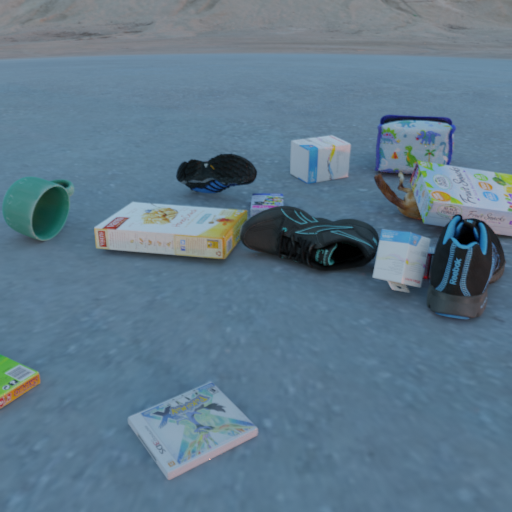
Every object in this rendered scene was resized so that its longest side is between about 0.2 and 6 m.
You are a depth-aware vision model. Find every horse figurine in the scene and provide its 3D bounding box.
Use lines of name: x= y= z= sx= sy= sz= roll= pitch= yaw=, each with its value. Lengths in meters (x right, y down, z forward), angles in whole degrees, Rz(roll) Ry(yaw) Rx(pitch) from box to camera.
horse figurine: x=3.777 y=-1.309 z=12.587 sx=2.395 sy=0.598 sz=1.587 roll=1 pitch=41 yaw=-17

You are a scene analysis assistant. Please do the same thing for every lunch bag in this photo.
lunch bag: x=4.447 y=-3.148 z=15.745 sx=2.055 sy=1.540 sz=2.417 roll=6 pitch=16 yaw=15

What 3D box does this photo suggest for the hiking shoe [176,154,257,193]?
hiking shoe: x=-0.850 y=-1.927 z=13.433 sx=2.088 sy=0.777 sz=0.905 roll=5 pitch=-18 yaw=27

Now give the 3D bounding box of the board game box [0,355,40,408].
board game box: x=-3.638 y=1.505 z=7.212 sx=1.612 sy=0.242 sz=0.770 roll=17 pitch=29 yaw=27

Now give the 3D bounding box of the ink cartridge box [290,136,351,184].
ink cartridge box: x=1.717 y=-2.604 z=15.041 sx=1.306 sy=0.954 sz=0.958 roll=-12 pitch=30 yaw=-22

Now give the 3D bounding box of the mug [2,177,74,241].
mug: x=-4.437 y=-1.004 z=11.348 sx=0.890 sy=1.182 sz=1.439 roll=18 pitch=12 yaw=13

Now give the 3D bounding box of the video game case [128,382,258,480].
video game case: x=-0.732 y=1.939 z=6.389 sx=1.138 sy=0.125 sz=1.037 roll=-17 pitch=30 yaw=-31

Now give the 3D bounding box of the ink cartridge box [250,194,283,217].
ink cartridge box: x=0.257 y=-1.200 z=12.952 sx=0.746 sy=0.262 sz=1.250 roll=1 pitch=23 yaw=2

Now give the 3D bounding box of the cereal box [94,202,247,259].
cereal box: x=-1.620 y=-0.550 z=11.135 sx=2.586 sy=0.511 sz=1.860 roll=5 pitch=22 yaw=11

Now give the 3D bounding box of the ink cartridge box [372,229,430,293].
ink cartridge box: x=2.359 y=0.100 z=9.164 sx=0.605 sy=0.941 sz=0.589 roll=13 pitch=-1 yaw=-42

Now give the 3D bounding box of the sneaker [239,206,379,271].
sneaker: x=0.938 y=-0.289 z=10.165 sx=2.583 sy=0.974 sz=1.024 roll=3 pitch=27 yaw=8

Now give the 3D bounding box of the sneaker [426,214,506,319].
sneaker: x=3.668 y=-0.137 z=9.460 sx=1.145 sy=1.281 sz=3.127 roll=10 pitch=26 yaw=21

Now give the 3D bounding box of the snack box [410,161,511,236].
snack box: x=4.584 y=-1.201 z=11.763 sx=2.368 sy=0.627 sz=1.684 roll=8 pitch=37 yaw=-2

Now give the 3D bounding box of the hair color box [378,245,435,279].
hair color box: x=2.657 y=0.084 z=9.886 sx=1.028 sy=0.509 sz=0.312 roll=6 pitch=26 yaw=13
